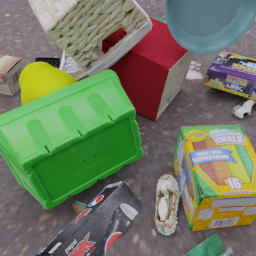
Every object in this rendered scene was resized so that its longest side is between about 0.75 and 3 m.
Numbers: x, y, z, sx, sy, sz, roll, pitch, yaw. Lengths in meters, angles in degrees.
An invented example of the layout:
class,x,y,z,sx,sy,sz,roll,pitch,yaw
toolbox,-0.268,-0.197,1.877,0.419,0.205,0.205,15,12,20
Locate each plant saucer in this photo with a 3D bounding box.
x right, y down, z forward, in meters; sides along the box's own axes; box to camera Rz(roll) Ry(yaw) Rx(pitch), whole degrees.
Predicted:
class,x,y,z,sx,sy,sz,roll,pitch,yaw
plant saucer,1.932,-2.978,6.435,2.461,2.461,0.442,-11,35,-10

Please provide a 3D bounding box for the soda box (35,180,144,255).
class,x,y,z,sx,sy,sz,roll,pitch,yaw
soda box,-0.402,1.222,3.396,1.352,0.428,0.479,-39,97,-45

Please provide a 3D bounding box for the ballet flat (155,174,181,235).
class,x,y,z,sx,sy,sz,roll,pitch,yaw
ballet flat,0.833,1.535,6.032,0.563,0.476,1.489,-13,43,18

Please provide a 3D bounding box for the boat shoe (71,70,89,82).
class,x,y,z,sx,sy,sz,roll,pitch,yaw
boat shoe,-1.921,-0.914,8.240,1.116,1.050,2.931,16,39,33

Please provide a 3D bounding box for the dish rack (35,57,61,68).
class,x,y,z,sx,sy,sz,roll,pitch,yaw
dish rack,-2.841,-1.949,9.556,0.921,0.327,1.200,3,47,6

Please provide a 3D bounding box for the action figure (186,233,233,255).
class,x,y,z,sx,sy,sz,roll,pitch,yaw
action figure,1.026,2.752,4.909,2.015,0.551,1.190,-18,52,-12

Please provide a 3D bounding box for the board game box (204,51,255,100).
class,x,y,z,sx,sy,sz,roll,pitch,yaw
board game box,3.761,-1.636,8.813,2.243,0.636,1.854,21,37,19

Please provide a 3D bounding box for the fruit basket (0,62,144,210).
class,x,y,z,sx,sy,sz,roll,pitch,yaw
fruit basket,-1.483,-0.160,6.398,3.178,2.292,3.178,-8,38,6

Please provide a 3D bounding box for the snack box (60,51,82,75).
class,x,y,z,sx,sy,sz,roll,pitch,yaw
snack box,-1.889,-2.693,10.271,0.951,0.322,2.646,-2,46,-2

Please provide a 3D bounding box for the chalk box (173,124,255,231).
class,x,y,z,sx,sy,sz,roll,pitch,yaw
chalk box,1.838,0.828,6.119,1.410,1.403,2.266,-4,47,-4

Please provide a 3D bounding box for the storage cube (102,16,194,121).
class,x,y,z,sx,sy,sz,roll,pitch,yaw
storage cube,0.553,-1.780,8.155,2.012,2.238,1.913,29,52,17

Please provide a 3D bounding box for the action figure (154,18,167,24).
class,x,y,z,sx,sy,sz,roll,pitch,yaw
action figure,1.153,-3.751,10.983,1.715,0.794,2.903,-6,39,-4

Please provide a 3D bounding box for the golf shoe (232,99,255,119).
class,x,y,z,sx,sy,sz,roll,pitch,yaw
golf shoe,3.493,-0.540,8.237,0.884,0.346,0.430,-29,61,-15

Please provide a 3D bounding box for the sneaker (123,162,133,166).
class,x,y,z,sx,sy,sz,roll,pitch,yaw
sneaker,-0.184,0.753,6.911,0.915,0.375,0.335,-21,50,-19

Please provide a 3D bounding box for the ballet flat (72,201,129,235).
class,x,y,z,sx,sy,sz,roll,pitch,yaw
ballet flat,-0.624,1.911,5.831,1.302,0.441,0.471,14,66,8

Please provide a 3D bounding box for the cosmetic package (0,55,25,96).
class,x,y,z,sx,sy,sz,roll,pitch,yaw
cosmetic package,-4.464,-1.817,9.044,2.003,0.874,1.035,10,47,10

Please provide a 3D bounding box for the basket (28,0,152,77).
class,x,y,z,sx,sy,sz,roll,pitch,yaw
basket,-1.150,-3.089,6.802,2.033,1.850,2.999,-39,55,13
